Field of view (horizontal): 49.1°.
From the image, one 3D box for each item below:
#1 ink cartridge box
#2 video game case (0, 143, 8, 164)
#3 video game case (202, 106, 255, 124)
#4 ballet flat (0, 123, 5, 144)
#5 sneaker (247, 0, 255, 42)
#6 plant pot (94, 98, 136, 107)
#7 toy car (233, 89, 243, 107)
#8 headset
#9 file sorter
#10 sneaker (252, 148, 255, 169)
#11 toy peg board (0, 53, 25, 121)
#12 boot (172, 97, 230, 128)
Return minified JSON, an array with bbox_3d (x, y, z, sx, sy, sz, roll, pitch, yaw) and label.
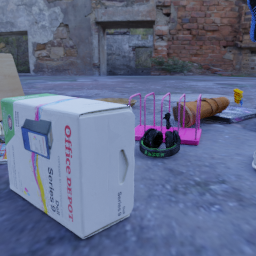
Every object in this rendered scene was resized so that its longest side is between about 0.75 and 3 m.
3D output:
[{"bbox_3d":[-1.047,0.397,4.521,2.343,1.702,1.025,12,18,42],"label":"ink cartridge box"},{"bbox_3d":[-2.897,0.601,6.827,1.229,0.107,0.879,-3,25,-12],"label":"video game case"},{"bbox_3d":[4.287,-0.639,12.164,2.794,0.265,1.996,-10,16,-39],"label":"video game case"},{"bbox_3d":[-3.502,0.176,7.813,1.919,0.690,0.690,6,15,25],"label":"ballet flat"},{"bbox_3d":[2.080,-1.772,4.291,0.323,0.922,0.359,-22,24,-14],"label":"sneaker"},{"bbox_3d":[-0.761,-1.284,14.754,2.430,0.334,2.430,-1,13,0],"label":"plant pot"},{"bbox_3d":[6.192,-1.203,12.526,1.321,0.896,2.693,-33,40,-28],"label":"toy car"},{"bbox_3d":[0.911,0.196,7.419,1.036,0.788,1.678,5,24,19],"label":"headset"},{"bbox_3d":[1.168,-0.381,8.667,2.135,1.339,1.484,4,14,17],"label":"file sorter"},{"bbox_3d":[3.055,0.575,6.278,0.515,0.565,1.377,3,14,14],"label":"sneaker"},{"bbox_3d":[-5.713,-1.560,11.428,1.310,2.668,2.679,-12,9,17],"label":"toy peg board"},{"bbox_3d":[2.778,-0.713,10.284,1.992,0.949,2.575,-11,9,2],"label":"boot"}]
